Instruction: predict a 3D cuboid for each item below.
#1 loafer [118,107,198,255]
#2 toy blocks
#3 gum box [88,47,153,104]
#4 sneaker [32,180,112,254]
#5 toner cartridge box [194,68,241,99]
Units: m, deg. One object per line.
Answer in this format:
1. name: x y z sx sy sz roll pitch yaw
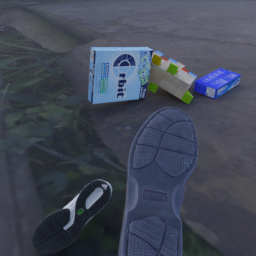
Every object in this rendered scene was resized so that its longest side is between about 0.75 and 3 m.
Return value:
1. loafer: 0.366 0.904 4.035 0.987 0.865 2.746 17 52 0
2. toy blocks: 1.520 -2.034 10.353 2.484 1.241 1.698 33 33 10
3. gum box: -0.253 -1.745 9.199 2.040 1.734 0.455 -9 33 -27
4. sneaker: -0.915 1.608 5.165 1.668 0.960 0.629 -40 80 -3
5. toner cartridge box: 3.441 -1.739 10.732 0.921 0.419 1.939 31 43 33
